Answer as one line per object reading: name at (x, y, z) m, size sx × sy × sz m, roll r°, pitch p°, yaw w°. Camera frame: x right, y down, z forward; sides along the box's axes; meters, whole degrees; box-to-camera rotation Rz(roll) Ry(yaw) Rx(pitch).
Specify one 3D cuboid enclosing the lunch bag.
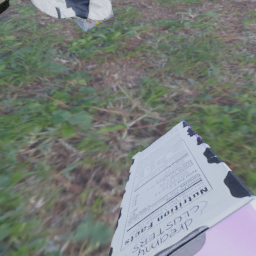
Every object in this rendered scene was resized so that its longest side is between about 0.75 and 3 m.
lunch bag at (-1.207, -3.654, 8.365) m, size 1.069 × 0.801 × 1.260 m, roll -35°, pitch 66°, yaw -14°

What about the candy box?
candy box at (0.597, 0.750, 1.598) m, size 0.586 × 1.374 × 1.638 m, roll -37°, pitch 4°, yaw 9°

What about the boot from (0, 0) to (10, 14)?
boot at (-2.989, -2.958, 5.240) m, size 0.617 × 1.699 × 1.545 m, roll -49°, pitch 25°, yaw -20°

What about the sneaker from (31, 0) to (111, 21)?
sneaker at (-1.144, -2.635, 5.959) m, size 1.626 × 0.649 × 1.058 m, roll 4°, pitch 18°, yaw -1°
